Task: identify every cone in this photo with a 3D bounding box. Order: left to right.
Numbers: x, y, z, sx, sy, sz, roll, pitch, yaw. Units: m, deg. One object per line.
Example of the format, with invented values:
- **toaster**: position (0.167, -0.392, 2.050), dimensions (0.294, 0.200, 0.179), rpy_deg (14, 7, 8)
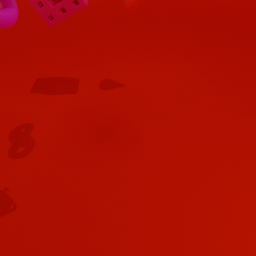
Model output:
- **cone**: position (0.372, -3.322, 6.815), dimensions (0.871, 0.868, 0.868), rpy_deg (-6, 30, 23)

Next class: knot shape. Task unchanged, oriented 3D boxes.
- **knot shape**: position (-1.721, -2.040, 3.391), dimensions (0.639, 1.295, 1.384), rpy_deg (-4, 52, -19)

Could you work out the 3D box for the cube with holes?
- **cube with holes**: position (-1.711, -3.367, 6.693), dimensions (1.107, 1.107, 1.107), rpy_deg (-21, 45, 20)
